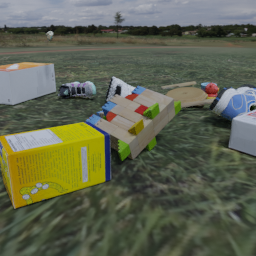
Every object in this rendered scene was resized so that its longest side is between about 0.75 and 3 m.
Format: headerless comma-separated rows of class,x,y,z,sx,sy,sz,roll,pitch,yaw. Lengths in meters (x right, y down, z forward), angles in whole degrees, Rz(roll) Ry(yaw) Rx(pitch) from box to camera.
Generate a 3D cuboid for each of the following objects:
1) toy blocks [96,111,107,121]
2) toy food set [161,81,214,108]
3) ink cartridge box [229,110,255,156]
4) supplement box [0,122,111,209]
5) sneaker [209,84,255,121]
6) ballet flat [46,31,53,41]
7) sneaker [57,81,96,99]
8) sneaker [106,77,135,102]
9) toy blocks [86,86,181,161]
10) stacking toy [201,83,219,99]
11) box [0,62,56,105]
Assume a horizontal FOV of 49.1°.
toy blocks,-0.038,-0.422,8.162,1.896,0.947,1.296,-20,13,-23
toy food set,2.239,-1.111,10.673,1.714,0.498,2.483,-8,26,-2
ink cartridge box,3.598,0.177,6.400,1.632,0.780,1.859,-17,26,-39
supplement box,-1.295,0.569,5.047,1.754,0.961,0.955,-11,21,-30
sneaker,3.624,-0.649,8.756,2.894,1.096,1.115,-17,52,-45
ballet flat,-2.970,-3.548,10.706,0.263,0.292,0.776,24,18,-32
sneaker,-2.196,-1.446,11.242,1.270,0.706,1.815,-18,17,-38
sneaker,-0.166,-1.252,10.452,1.075,0.997,2.652,11,16,-18
toy blocks,0.041,-0.261,6.680,1.474,1.078,2.156,27,58,34
stacking toy,3.743,-1.604,11.583,1.422,0.663,1.570,1,20,5
box,-4.453,-1.914,11.517,1.630,1.278,2.621,8,21,21
